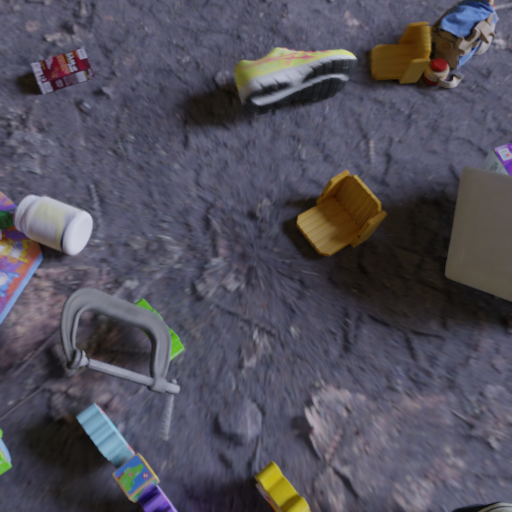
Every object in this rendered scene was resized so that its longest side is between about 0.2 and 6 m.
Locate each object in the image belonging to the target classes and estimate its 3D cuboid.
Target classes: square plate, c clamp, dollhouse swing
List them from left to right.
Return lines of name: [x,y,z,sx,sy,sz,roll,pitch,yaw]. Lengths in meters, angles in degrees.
c clamp: [-1.709,1.291,7.197,1.887,0.256,1.612,32,47,-30]
dollhouse swing: [1.316,-0.668,9.091,0.907,0.938,1.032,-23,66,-33]
dollhouse swing: [2.709,-3.865,10.585,0.836,0.864,0.951,8,68,-5]
square plate: [3.652,-0.268,8.058,0.256,1.799,1.782,-10,23,-35]

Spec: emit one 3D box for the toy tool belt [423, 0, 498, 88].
toy tool belt: [3.850,-4.205,10.521,1.182,1.163,1.893,35,70,15]

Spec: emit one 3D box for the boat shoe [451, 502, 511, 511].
boat shoe: [1.990,4.011,6.853,3.184,0.991,1.188,-31,74,3]

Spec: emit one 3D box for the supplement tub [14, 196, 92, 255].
supplement tub: [-3.263,-0.514,9.032,1.015,0.736,0.736,21,67,7]

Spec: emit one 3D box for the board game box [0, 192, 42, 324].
board game box: [-5.856,0.405,7.953,4.089,1.008,5.175,24,62,0]

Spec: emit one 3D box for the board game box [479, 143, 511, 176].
board game box: [4.609,-0.449,8.683,1.325,1.349,2.573,-18,67,-8]

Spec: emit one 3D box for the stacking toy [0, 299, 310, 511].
stacking toy: [-1.603,2.887,7.443,2.999,0.935,3.977,-35,67,-19]

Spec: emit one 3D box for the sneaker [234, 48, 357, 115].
sneaker: [0.699,-3.415,10.180,2.408,0.941,1.087,-17,62,-18]

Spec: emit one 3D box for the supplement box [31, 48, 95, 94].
supplement box: [-3.675,-3.528,10.681,1.031,0.314,0.561,-22,67,-11]
